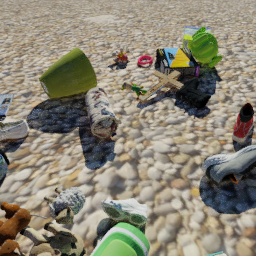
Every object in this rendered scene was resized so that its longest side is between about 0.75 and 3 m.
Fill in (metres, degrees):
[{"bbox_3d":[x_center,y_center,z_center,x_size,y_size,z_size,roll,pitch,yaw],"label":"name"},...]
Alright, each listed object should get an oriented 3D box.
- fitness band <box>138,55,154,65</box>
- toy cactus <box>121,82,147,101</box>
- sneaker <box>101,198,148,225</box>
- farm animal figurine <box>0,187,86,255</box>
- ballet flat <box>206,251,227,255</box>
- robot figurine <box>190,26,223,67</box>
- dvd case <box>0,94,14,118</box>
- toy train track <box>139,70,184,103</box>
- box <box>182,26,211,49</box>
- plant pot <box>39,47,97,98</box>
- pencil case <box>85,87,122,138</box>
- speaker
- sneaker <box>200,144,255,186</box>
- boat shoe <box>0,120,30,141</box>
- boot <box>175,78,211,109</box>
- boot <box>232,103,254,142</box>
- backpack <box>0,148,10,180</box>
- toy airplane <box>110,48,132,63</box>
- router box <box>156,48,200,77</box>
[{"bbox_3d":[0.980,-3.787,15.649,0.788,0.205,1.097,12,38,19],"label":"fitness band"},{"bbox_3d":[0.088,-1.180,8.429,0.926,0.474,0.764,33,11,33],"label":"toy cactus"},{"bbox_3d":[-0.076,2.182,7.685,1.317,0.513,0.654,16,33,6],"label":"sneaker"},{"bbox_3d":[-1.798,2.859,5.675,1.464,2.807,2.776,16,12,24],"label":"farm animal figurine"},{"bbox_3d":[1.504,3.187,6.277,1.662,0.629,0.531,-8,63,-5],"label":"ballet flat"},{"bbox_3d":[4.064,-4.227,14.847,1.367,2.072,2.362,-32,-8,18],"label":"robot figurine"},{"bbox_3d":[-5.668,-0.940,11.958,1.227,0.151,1.720,-5,38,-5],"label":"dvd case"},{"bbox_3d":[1.468,-1.848,12.973,1.593,0.452,2.777,34,54,27],"label":"toy train track"},{"bbox_3d":[4.409,-5.810,17.898,1.703,0.666,2.793,8,39,8],"label":"box"},{"bbox_3d":[-2.762,-2.219,12.436,2.094,1.959,1.959,-32,47,-19],"label":"plant pot"},{"bbox_3d":[-1.034,-0.672,10.923,1.113,0.968,2.488,-12,39,-9],"label":"pencil case"},{"bbox_3d":[-0.556,3.234,5.742,1.133,1.133,2.563,21,42,25],"label":"speaker"},{"bbox_3d":[3.513,1.199,8.697,2.412,0.891,0.956,-15,49,-9],"label":"sneaker"},{"bbox_3d":[-4.701,0.051,10.200,2.037,0.706,0.721,-12,39,-15],"label":"boat shoe"},{"bbox_3d":[3.038,-1.536,12.368,1.325,0.598,1.617,29,53,36],"label":"boot"},{"bbox_3d":[4.435,-0.533,10.438,0.680,1.355,1.878,17,40,21],"label":"boot"},{"bbox_3d":[-4.137,1.260,8.571,0.812,0.862,1.056,36,55,20],"label":"backpack"},{"bbox_3d":[-0.388,-4.160,15.668,1.045,0.741,1.050,10,38,13],"label":"toy airplane"},{"bbox_3d":[2.567,-3.532,14.932,1.825,0.625,2.446,-3,38,-4],"label":"router box"}]
